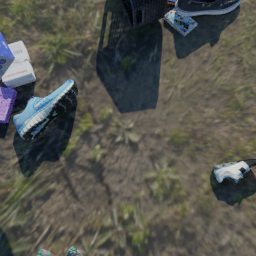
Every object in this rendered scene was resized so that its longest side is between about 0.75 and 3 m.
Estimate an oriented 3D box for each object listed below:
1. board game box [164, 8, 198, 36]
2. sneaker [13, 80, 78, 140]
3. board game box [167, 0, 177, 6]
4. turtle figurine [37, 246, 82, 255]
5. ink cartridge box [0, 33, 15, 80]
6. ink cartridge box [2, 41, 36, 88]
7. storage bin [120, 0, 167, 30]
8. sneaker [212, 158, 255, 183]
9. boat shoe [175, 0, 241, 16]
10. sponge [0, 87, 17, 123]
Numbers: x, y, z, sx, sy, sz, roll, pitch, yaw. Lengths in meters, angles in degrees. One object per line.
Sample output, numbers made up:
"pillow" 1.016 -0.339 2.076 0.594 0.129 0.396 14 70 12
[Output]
"board game box" 1.844 -3.761 9.843 0.641 0.176 1.015 -41 77 -12
"sneaker" -2.549 -0.756 8.526 2.325 0.911 1.046 -43 74 -12
"board game box" 1.086 -5.159 10.262 2.351 0.229 1.210 13 74 4
"turtle figurine" -1.679 3.630 7.215 1.442 0.726 1.080 4 58 17
"ink cartridge box" -3.547 -1.385 6.850 1.872 0.414 0.880 -42 71 27
"ink cartridge box" -3.660 -2.041 9.101 0.931 0.542 1.288 -19 73 -6
"storage bin" 0.238 -4.841 9.169 1.204 1.736 2.568 -21 82 0
"sneaker" 3.193 1.253 8.098 1.395 0.517 0.617 -14 73 5
"boat shoe" 2.886 -4.514 9.623 2.563 0.849 0.896 -11 77 -11
"sponge" -4.631 -0.847 8.852 1.987 0.296 1.108 9 73 3
